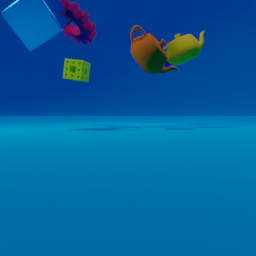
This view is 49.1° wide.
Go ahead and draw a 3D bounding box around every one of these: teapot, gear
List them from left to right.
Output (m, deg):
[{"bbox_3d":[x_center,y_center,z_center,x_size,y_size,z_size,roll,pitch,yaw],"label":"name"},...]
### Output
[{"bbox_3d":[-1.729,-3.224,8.464,1.639,0.303,1.639,29,-14,8],"label":"gear"},{"bbox_3d":[0.673,-1.999,7.507,0.861,1.759,1.094,-35,30,21],"label":"teapot"},{"bbox_3d":[1.722,-2.508,8.683,1.770,0.867,1.101,-21,2,-7],"label":"teapot"}]

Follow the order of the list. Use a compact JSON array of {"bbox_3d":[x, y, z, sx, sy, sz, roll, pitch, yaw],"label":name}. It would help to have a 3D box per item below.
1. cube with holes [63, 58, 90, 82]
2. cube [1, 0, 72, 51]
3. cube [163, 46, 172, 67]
[{"bbox_3d":[-2.001,-2.247,10.970,0.751,0.751,0.751,9,6,13],"label":"cube with holes"},{"bbox_3d":[-2.317,-2.893,7.286,1.116,1.116,1.116,-25,28,20],"label":"cube"},{"bbox_3d":[1.716,-3.028,11.779,0.742,0.742,0.742,-29,5,3],"label":"cube"}]
